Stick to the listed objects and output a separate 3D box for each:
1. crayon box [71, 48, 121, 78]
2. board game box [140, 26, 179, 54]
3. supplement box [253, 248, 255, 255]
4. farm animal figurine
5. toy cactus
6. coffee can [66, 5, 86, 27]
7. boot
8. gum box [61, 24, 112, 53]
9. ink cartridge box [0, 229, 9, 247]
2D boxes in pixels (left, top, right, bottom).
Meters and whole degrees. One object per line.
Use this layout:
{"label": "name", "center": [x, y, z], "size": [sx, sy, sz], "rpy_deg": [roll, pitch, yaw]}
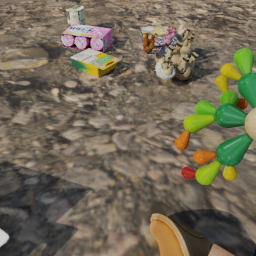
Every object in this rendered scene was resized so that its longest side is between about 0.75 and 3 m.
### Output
{"label": "crayon box", "center": [-1.259, -2.563, 11.072], "size": [1.735, 0.448, 1.091], "rpy_deg": [26, 47, 28]}
{"label": "board game box", "center": [1.430, -4.112, 12.964], "size": [1.522, 0.389, 2.246], "rpy_deg": [-3, 40, -4]}
{"label": "supplement box", "center": [2.801, 2.701, 3.847], "size": [2.206, 1.201, 1.208], "rpy_deg": [20, 88, 21]}
{"label": "farm animal figurine", "center": [1.738, -2.696, 10.719], "size": [2.496, 1.301, 2.468], "rpy_deg": [-12, 54, -24]}
{"label": "toy cactus", "center": [1.340, -0.043, 3.251], "size": [1.750, 0.895, 1.444], "rpy_deg": [-62, 29, -3]}
{"label": "coffee can", "center": [-2.526, -5.294, 13.748], "size": [0.872, 1.191, 0.872], "rpy_deg": [0, 40, 0]}
{"label": "boot", "center": [0.723, 2.653, 4.410], "size": [2.093, 1.034, 2.696], "rpy_deg": [-61, 24, -10]}
{"label": "gum box", "center": [-1.881, -4.096, 12.709], "size": [2.074, 0.686, 1.177], "rpy_deg": [12, 41, 14]}
{"label": "ink cartridge box", "center": [-3.715, 1.661, 5.048], "size": [2.991, 1.010, 1.742], "rpy_deg": [13, 40, 38]}
